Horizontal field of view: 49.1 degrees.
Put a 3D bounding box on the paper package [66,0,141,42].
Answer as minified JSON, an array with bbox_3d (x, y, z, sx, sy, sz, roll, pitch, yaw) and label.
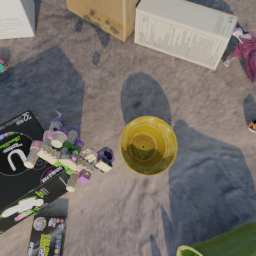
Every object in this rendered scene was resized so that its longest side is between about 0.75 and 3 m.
[{"bbox_3d":[-0.782,-4.539,9.005,2.625,2.502,1.358,32,69,14],"label":"paper package"}]

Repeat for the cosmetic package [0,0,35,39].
[{"bbox_3d":[-4.135,-4.215,9.139,1.666,1.991,1.656,-7,65,-3],"label":"cosmetic package"}]

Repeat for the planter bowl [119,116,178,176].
[{"bbox_3d":[0.488,0.494,7.611,1.580,0.658,1.580,1,83,-12],"label":"planter bowl"}]

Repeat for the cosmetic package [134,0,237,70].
[{"bbox_3d":[1.728,-3.096,8.915,2.897,1.500,1.059,23,66,9],"label":"cosmetic package"}]

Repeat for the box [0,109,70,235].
[{"bbox_3d":[-2.943,1.197,6.865,2.608,1.621,1.937,-32,69,-14],"label":"box"}]

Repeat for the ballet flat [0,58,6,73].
[{"bbox_3d":[-4.750,-1.872,8.924,1.650,0.570,0.587,-21,48,-15],"label":"ballet flat"}]

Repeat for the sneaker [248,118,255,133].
[{"bbox_3d":[3.976,-0.006,8.011,0.958,0.537,0.372,14,66,7],"label":"sneaker"}]

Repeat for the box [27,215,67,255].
[{"bbox_3d":[-1.988,2.707,6.932,0.824,0.228,1.029,3,65,1],"label":"box"}]

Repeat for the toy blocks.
[{"bbox_3d":[-1.002,0.313,5.251,1.213,1.298,1.092,37,39,-22],"label":"toy blocks"}]

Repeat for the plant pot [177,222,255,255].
[{"bbox_3d":[2.395,3.021,6.067,1.849,1.947,1.947,-21,66,-23],"label":"plant pot"}]

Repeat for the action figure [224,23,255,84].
[{"bbox_3d":[3.831,-2.386,8.550,1.517,1.365,2.037,-18,78,-8],"label":"action figure"}]
